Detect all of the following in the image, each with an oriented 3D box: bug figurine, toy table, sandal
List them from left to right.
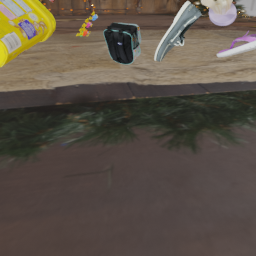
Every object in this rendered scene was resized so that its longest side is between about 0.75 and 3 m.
[{"bbox_3d":[-1.429,-3.569,9.886,0.812,0.269,1.047,0,59,58],"label":"bug figurine"},{"bbox_3d":[3.144,-4.160,9.396,1.249,0.795,1.358,-23,47,7],"label":"toy table"},{"bbox_3d":[3.636,-2.564,8.088,2.210,0.543,0.899,-10,5,42],"label":"sandal"}]

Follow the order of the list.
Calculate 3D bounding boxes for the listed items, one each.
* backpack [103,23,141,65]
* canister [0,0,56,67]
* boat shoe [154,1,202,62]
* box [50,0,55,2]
[{"bbox_3d":[-0.133,-3.086,10.232,1.230,1.399,1.073,14,45,25],"label":"backpack"},{"bbox_3d":[-2.232,-1.916,5.176,1.168,0.681,1.573,43,40,-13],"label":"canister"},{"bbox_3d":[1.193,-2.244,6.885,0.498,1.611,0.587,35,34,4],"label":"boat shoe"},{"bbox_3d":[-2.487,-4.699,9.322,0.424,0.850,0.406,27,5,-20],"label":"box"}]
